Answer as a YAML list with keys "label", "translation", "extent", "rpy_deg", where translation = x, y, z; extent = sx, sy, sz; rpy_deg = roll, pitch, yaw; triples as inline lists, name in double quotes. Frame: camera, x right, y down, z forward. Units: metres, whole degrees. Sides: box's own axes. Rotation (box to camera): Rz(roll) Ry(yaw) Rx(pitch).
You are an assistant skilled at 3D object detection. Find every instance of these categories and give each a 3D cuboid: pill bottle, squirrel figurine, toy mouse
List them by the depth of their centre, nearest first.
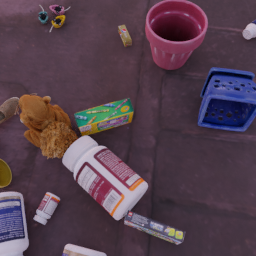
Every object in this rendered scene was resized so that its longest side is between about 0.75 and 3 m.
- label: "pill bottle"
  translation: [-1.614, 4.977, 8.583]
  extent: [1.410, 1.410, 2.437]
  rpy_deg: [12, 65, 6]
- label: "pill bottle"
  translation: [-4.082, 3.506, 9.345]
  extent: [1.353, 1.353, 2.436]
  rpy_deg: [-15, 65, -7]
- label: "pill bottle"
  translation: [-0.867, 1.704, 10.047]
  extent: [2.906, 1.659, 1.659]
  rpy_deg: [40, 71, 17]
- label: "pill bottle"
  translation: [-2.929, 2.896, 10.075]
  extent: [0.563, 0.563, 1.027]
  rpy_deg: [22, 66, 10]
- label: "squirrel figurine"
  translation: [-2.937, -0.127, 10.460]
  extent: [1.890, 2.493, 2.671]
  rpy_deg: [-39, 70, -17]
- label: "pill bottle"
  translation: [6.273, -4.898, 13.771]
  extent: [1.264, 0.702, 0.702]
  rpy_deg: [-37, 70, -15]
- label: "toy mouse"
  translation: [-3.912, -5.776, 14.371]
  extent: [1.744, 0.380, 1.962]
  rpy_deg: [34, 69, 15]

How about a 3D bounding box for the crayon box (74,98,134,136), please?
- label: "crayon box"
  translation: [-0.931, -0.402, 11.215]
  extent: [2.216, 1.316, 0.646]
  rpy_deg: [-17, 75, -8]

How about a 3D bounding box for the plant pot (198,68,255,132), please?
- label: "plant pot"
  translation: [3.998, -1.221, 11.332]
  extent: [2.042, 2.042, 1.836]
  rpy_deg: [7, 57, 4]

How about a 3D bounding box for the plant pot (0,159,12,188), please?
- label: "plant pot"
  translation: [-5.073, 1.791, 10.412]
  extent: [0.817, 1.151, 1.151]
  rpy_deg: [-26, 65, 15]

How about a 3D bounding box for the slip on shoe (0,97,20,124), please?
- label: "slip on shoe"
  translation: [-5.138, -0.636, 11.606]
  extent: [1.699, 0.646, 0.515]
  rpy_deg: [-41, 27, -22]

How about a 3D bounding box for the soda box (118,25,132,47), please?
- label: "soda box"
  translation: [-0.154, -4.535, 13.778]
  extent: [0.350, 0.370, 1.093]
  rpy_deg: [-18, 66, -8]

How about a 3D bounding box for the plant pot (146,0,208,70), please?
- label: "plant pot"
  translation: [1.994, -3.909, 12.414]
  extent: [2.539, 2.273, 2.539]
  rpy_deg: [0, 64, -1]

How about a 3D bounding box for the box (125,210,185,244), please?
- label: "box"
  translation: [0.859, 3.396, 9.544]
  extent: [1.987, 1.093, 0.345]
  rpy_deg: [18, 65, 9]
